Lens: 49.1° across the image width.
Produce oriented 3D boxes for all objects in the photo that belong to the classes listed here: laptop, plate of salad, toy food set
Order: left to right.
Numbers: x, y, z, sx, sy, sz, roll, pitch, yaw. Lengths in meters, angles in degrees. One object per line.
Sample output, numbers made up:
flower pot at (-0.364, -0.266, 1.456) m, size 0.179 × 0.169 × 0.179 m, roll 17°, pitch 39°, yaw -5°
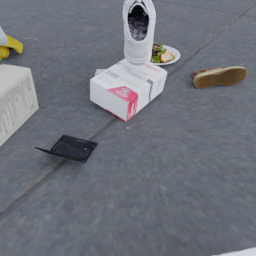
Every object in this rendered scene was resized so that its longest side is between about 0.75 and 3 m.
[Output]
toy food set at (-5.912, -3.656, 12.342) m, size 2.913 × 0.951 × 1.714 m, roll 33°, pitch 25°, yaw 32°
laptop at (-1.549, 0.453, 7.237) m, size 1.109 × 0.646 × 1.251 m, roll 13°, pitch 40°, yaw 15°
plate of salad at (1.196, -3.273, 12.048) m, size 2.100 × 0.504 × 2.100 m, roll -1°, pitch 39°, yaw 0°

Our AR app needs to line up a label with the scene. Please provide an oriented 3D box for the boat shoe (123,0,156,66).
boat shoe at (0.271, -3.064, 7.795) m, size 1.016 × 0.966 × 2.821 m, roll 8°, pitch 60°, yaw 2°

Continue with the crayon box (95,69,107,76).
crayon box at (-0.651, -1.916, 10.500) m, size 1.147 × 0.296 × 0.721 m, roll 0°, pitch 39°, yaw 1°

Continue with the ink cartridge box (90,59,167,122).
ink cartridge box at (0.035, -1.381, 9.121) m, size 1.533 × 0.893 × 2.118 m, roll 32°, pitch 51°, yaw 22°

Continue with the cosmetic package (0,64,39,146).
cosmetic package at (-3.771, -0.450, 7.702) m, size 1.049 × 1.486 × 2.870 m, roll 11°, pitch 39°, yaw 13°

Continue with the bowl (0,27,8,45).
bowl at (-4.320, -2.854, 7.789) m, size 1.802 × 1.802 × 0.810 m, roll 32°, pitch 69°, yaw 34°

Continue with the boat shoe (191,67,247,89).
boat shoe at (3.300, -1.967, 10.254) m, size 2.045 × 0.738 × 0.736 m, roll -12°, pitch 41°, yaw -5°

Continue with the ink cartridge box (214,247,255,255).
ink cartridge box at (1.561, 2.419, 3.687) m, size 1.428 × 1.961 × 0.832 m, roll -7°, pitch 39°, yaw -9°
